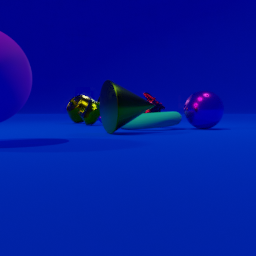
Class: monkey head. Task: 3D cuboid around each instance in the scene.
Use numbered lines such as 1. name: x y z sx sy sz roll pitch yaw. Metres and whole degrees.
1. monkey head: 0.847 -0.781 11.274 1.161 0.972 1.614 48 14 19

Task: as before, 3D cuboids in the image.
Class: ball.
1. ball: -2.003 -0.694 3.787 1.338 1.338 1.338 0 3 0
2. ball: 1.973 -0.470 7.291 1.001 1.001 1.001 0 3 0

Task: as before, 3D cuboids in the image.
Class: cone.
1. cone: 0.090 -0.456 5.816 1.082 1.078 1.078 -4 5 -24

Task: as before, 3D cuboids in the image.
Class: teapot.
1. teapot: -1.954 -0.805 11.233 0.941 1.195 1.922 46 5 -33

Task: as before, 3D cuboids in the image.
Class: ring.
1. ring: 0.568 -0.209 7.492 1.711 0.342 1.711 -5 4 0

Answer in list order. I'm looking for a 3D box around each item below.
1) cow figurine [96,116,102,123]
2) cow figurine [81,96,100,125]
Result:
1. cow figurine: -0.936 -0.354 10.329 0.901 0.495 0.886 7 3 32
2. cow figurine: -1.033 -0.546 9.155 0.651 1.187 1.168 29 10 -28
